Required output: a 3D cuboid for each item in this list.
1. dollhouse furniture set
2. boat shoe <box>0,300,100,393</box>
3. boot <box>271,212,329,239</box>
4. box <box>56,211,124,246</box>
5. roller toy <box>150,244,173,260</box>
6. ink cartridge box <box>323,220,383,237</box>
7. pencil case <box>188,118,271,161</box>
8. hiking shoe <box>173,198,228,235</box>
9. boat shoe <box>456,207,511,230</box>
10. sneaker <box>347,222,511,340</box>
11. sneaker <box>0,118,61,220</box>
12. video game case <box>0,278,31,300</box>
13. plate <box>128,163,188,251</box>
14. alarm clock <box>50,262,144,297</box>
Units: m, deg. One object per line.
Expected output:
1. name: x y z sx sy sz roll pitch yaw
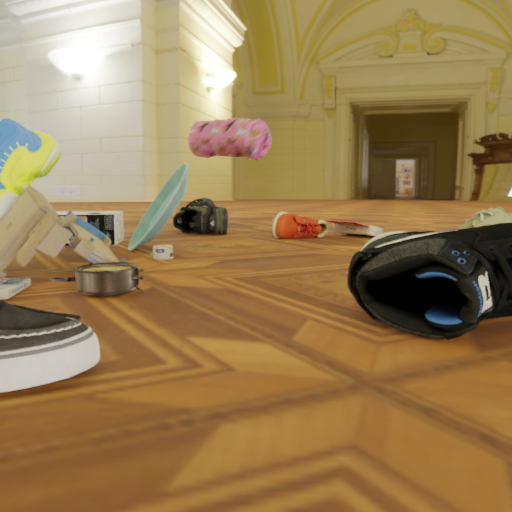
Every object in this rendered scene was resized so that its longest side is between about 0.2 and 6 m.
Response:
1. dollhouse furniture set: -2.953 0.116 8.625 1.871 1.221 1.766 40 0 -43
2. boat shoe: -2.658 0.452 4.322 2.883 0.955 1.008 1 8 8
3. boot: 1.177 -0.787 15.025 1.023 0.716 1.907 12 12 35
4. box: -4.649 -0.685 13.721 2.577 0.775 1.503 0 7 -6
5. roller toy: -1.819 -0.083 10.966 0.431 0.302 0.394 -5 9 -35
6. ink cartridge box: 2.604 -0.746 15.343 1.142 0.286 1.315 7 1 -39
7. pencil case: -0.565 -2.331 11.218 1.769 0.765 0.732 11 -11 40
8. hiking shoe: -1.878 -1.212 16.709 1.385 1.042 2.751 0 7 -27
9. boat shoe: 4.381 -0.417 10.250 3.018 0.936 1.087 -7 6 3
10. sneaker: 2.543 0.278 5.579 3.250 1.187 1.818 -6 9 19
11. sneaker: -4.389 -1.294 9.134 0.985 1.366 2.602 -37 22 44
12. video game case: -3.784 0.447 7.519 1.194 0.141 1.087 -1 6 -7
13. plate: -2.086 -1.035 12.430 0.297 2.326 2.326 35 -4 -18
14. alarm clock: -2.125 0.319 7.516 1.216 0.405 0.820 1 8 -10
